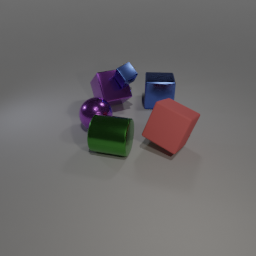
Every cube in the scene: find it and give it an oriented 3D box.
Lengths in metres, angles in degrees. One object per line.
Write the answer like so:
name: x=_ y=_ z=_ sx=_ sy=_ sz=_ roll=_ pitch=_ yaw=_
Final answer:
cube: x=-0.823 y=-1.847 z=13.271 sx=1.400 sy=1.400 sz=1.400 roll=-14 pitch=-4 yaw=-22
cube: x=1.589 y=-0.121 z=10.262 sx=1.400 sy=1.400 sz=1.400 roll=30 pitch=23 yaw=18
cube: x=1.533 y=-1.841 z=13.770 sx=1.400 sy=1.400 sz=1.400 roll=2 pitch=31 yaw=3
cube: x=-0.109 y=-2.343 z=12.411 sx=0.700 sy=0.700 sz=0.700 roll=-33 pitch=82 yaw=-22

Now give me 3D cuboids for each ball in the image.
ball: x=-1.335 y=-0.577 z=11.672 sx=1.400 sy=1.400 sz=1.400 roll=0 pitch=31 yaw=0

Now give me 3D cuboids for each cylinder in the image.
cylinder: x=-0.598 y=0.256 z=10.280 sx=1.400 sy=1.400 sz=1.400 roll=8 pitch=32 yaw=12
